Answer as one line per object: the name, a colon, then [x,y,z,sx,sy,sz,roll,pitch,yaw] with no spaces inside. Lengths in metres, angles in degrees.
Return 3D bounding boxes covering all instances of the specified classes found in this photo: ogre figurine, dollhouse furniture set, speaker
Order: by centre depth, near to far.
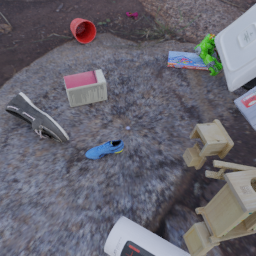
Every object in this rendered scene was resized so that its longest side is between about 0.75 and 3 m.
dollhouse furniture set: [1.772,1.179,5.489,1.141,2.053,1.815,-3,49,-21]
speaker: [0.651,3.024,6.471,2.382,0.967,0.967,25,54,19]
ogre figurine: [3.490,-3.106,11.546,1.327,1.086,2.214,42,71,-4]

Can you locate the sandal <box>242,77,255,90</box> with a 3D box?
sandal: [5.472,-2.122,11.232,2.215,0.499,0.832,-33,50,-7]

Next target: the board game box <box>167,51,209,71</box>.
board game box: [2.655,-2.883,11.990,1.865,0.181,0.960,7,49,6]

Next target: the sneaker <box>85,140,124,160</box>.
sneaker: [-0.745,0.625,8.817,1.258,0.493,0.415,-14,53,-10]

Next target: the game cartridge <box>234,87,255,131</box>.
game cartridge: [3.411,-0.771,6.495,1.673,0.514,2.514,-31,5,18]

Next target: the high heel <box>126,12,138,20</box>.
high heel: [0.215,-5.918,14.431,0.815,0.392,0.275,34,58,26]

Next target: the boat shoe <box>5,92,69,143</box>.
boat shoe: [-3.054,-0.184,9.280,2.918,0.975,0.831,35,71,31]

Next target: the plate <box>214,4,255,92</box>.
plate: [3.892,-2.824,8.838,0.415,2.565,2.560,20,52,-31]

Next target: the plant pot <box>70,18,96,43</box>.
plant pot: [-2.143,-4.555,12.942,1.065,1.065,0.942,-25,44,-20]

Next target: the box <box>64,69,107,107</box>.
box: [-1.547,-1.465,10.299,1.430,0.914,0.779,-13,51,-11]
